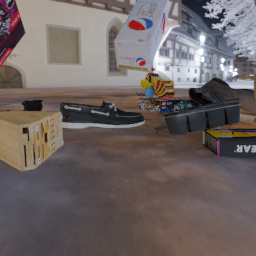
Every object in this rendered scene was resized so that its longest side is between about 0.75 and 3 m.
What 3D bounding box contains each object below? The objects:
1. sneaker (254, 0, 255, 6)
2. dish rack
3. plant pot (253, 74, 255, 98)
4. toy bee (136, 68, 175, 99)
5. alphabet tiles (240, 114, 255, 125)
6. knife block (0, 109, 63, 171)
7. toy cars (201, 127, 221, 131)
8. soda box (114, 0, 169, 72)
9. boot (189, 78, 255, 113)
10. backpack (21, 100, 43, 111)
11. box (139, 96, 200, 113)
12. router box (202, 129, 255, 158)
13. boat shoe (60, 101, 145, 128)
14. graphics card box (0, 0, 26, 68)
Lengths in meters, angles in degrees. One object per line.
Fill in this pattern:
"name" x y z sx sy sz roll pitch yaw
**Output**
"sneaker" 2.693 -2.759 5.351 0.698 0.776 1.798 -20 36 31
"dish rack" 1.496 -0.239 6.753 1.688 0.600 2.201 -10 4 -6
"plant pot" 5.366 -1.081 7.572 2.562 2.562 2.736 -2 24 -11
"toy bee" 1.123 -2.038 12.665 2.557 1.390 1.674 9 15 42
"alphabet tiles" 3.776 -0.114 7.282 2.909 0.217 2.974 10 7 5
"knife block" -2.437 0.103 5.456 2.101 0.766 2.394 0 10 2
"toy cars" 2.314 -0.108 7.986 0.621 0.307 1.385 2 10 15
"soda box" 0.407 -2.406 6.905 0.815 0.761 2.392 9 49 13
"boot" 4.112 -1.123 11.823 1.872 0.993 2.844 -27 42 -36
"backpack" -3.811 -0.817 11.127 0.785 0.595 0.940 -10 10 -24
"box" 2.285 -1.132 13.105 2.999 0.565 2.048 -4 11 -23
"router box" 2.352 0.278 5.526 1.488 0.380 1.110 0 10 -1
"boat shoe" -0.754 -0.419 8.380 2.571 0.776 0.972 -2 10 -11
"graphics card box" -3.170 -2.641 6.347 0.600 1.480 2.359 17 -30 6
